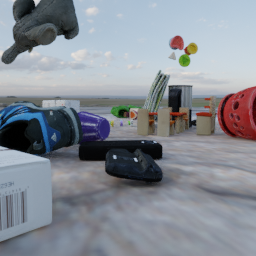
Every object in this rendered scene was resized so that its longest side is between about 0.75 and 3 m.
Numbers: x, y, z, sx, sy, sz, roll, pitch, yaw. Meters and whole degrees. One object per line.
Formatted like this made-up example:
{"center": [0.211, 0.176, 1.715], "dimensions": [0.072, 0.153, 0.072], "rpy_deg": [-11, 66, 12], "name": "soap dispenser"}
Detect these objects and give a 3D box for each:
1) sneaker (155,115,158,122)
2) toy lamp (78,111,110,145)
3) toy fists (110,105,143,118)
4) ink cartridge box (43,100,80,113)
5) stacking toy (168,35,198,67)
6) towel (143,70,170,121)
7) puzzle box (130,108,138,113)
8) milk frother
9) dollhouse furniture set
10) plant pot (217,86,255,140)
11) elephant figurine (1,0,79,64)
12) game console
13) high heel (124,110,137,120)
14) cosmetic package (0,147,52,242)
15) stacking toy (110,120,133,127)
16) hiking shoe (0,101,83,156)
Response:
{"center": [1.058, -0.604, 14.116], "dimensions": [1.068, 0.694, 1.849], "rpy_deg": [-3, -6, 21], "name": "sneaker"}
{"center": [-1.716, -0.008, 6.937], "dimensions": [2.830, 0.824, 0.824], "rpy_deg": [1, 5, 32], "name": "toy lamp"}
{"center": [0.015, -1.041, 17.570], "dimensions": [2.271, 0.781, 1.158], "rpy_deg": [-4, 6, -27], "name": "toy fists"}
{"center": [-2.262, -0.415, 9.480], "dimensions": [1.450, 1.053, 0.605], "rpy_deg": [5, 8, 45], "name": "ink cartridge box"}
{"center": [2.186, -3.192, 11.821], "dimensions": [1.263, 1.143, 0.533], "rpy_deg": [23, -5, -18], "name": "stacking toy"}
{"center": [1.082, -1.172, 11.395], "dimensions": [0.615, 2.187, 2.555], "rpy_deg": [20, 8, 5], "name": "towel"}
{"center": [1.025, -0.856, 16.424], "dimensions": [1.111, 0.212, 1.671], "rpy_deg": [23, -10, -39], "name": "puzzle box"}
{"center": [2.390, -0.841, 10.867], "dimensions": [1.750, 1.646, 1.579], "rpy_deg": [1, 6, 9], "name": "milk frother"}
{"center": [1.633, -0.435, 9.040], "dimensions": [2.264, 1.179, 2.289], "rpy_deg": [3, 6, 27], "name": "dollhouse furniture set"}
{"center": [3.218, -0.369, 7.513], "dimensions": [1.420, 1.420, 1.293], "rpy_deg": [-3, -1, -30], "name": "plant pot"}
{"center": [-2.677, -2.998, 8.278], "dimensions": [1.649, 1.808, 2.331], "rpy_deg": [24, 49, 37], "name": "elephant figurine"}
{"center": [-0.101, 0.461, 4.468], "dimensions": [1.452, 0.297, 2.462], "rpy_deg": [-1, 4, -4], "name": "game console"}
{"center": [0.432, -0.750, 15.748], "dimensions": [0.819, 0.575, 1.704], "rpy_deg": [2, 7, -22], "name": "high heel"}
{"center": [-1.445, 0.495, 2.538], "dimensions": [1.604, 0.594, 0.815], "rpy_deg": [7, 8, 42], "name": "cosmetic package"}
{"center": [-0.286, -0.229, 11.710], "dimensions": [0.879, 0.274, 1.165], "rpy_deg": [-1, 5, -6], "name": "stacking toy"}
{"center": [-2.199, 0.000, 5.546], "dimensions": [2.735, 1.017, 1.186], "rpy_deg": [-3, 12, 38], "name": "hiking shoe"}
